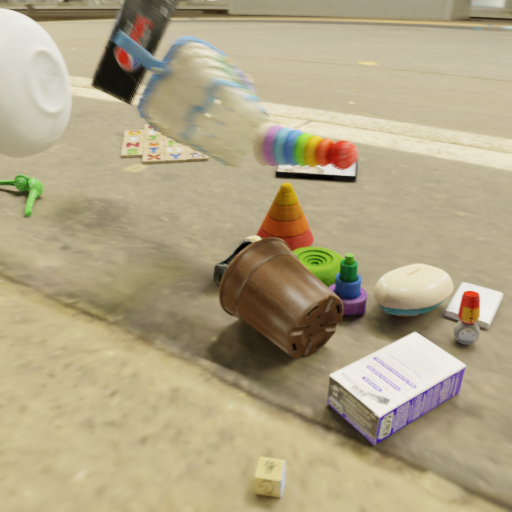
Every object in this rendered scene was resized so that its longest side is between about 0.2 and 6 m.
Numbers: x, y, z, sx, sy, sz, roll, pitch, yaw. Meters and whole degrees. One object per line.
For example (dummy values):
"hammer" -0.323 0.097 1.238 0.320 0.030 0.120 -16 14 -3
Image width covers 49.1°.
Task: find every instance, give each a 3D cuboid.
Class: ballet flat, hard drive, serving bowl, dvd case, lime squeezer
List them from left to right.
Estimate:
"lime squeezer" -5.382 -1.482 12.833 2.383 0.449 0.842 28 70 38
"serving bowl" -3.838 -2.901 9.437 0.801 2.436 2.436 -2 28 14
"ballet flat" -0.244 0.030 9.874 0.559 0.478 1.682 10 31 18
"dvd case" 1.574 -2.280 14.358 2.017 0.177 1.439 5 29 8
"hard drive" 3.467 0.773 8.895 0.652 0.132 0.988 17 33 28

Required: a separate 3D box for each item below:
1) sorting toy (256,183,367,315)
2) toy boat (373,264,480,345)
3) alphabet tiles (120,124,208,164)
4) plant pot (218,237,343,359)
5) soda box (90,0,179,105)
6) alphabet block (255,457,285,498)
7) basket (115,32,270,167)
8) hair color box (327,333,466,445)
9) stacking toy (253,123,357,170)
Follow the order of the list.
"sorting toy" 0.946 -0.312 9.782 1.198 1.190 3.456 -9 30 -17
"toy boat" 2.621 0.721 8.495 1.412 0.780 1.679 -16 25 -34
"alphabet tiles" -2.406 -3.361 16.368 2.926 0.111 3.516 -5 29 -7
"plant pot" 0.419 0.654 8.009 1.383 1.383 1.369 -22 43 -34
"soda box" -2.575 -4.850 12.152 1.025 2.898 0.918 23 17 -22
"alphabet block" 0.148 2.339 5.921 0.286 0.279 0.281 4 27 9
"basket" -1.083 -2.776 9.704 2.480 1.725 2.187 39 11 27
"hair color box" 1.755 1.609 7.011 1.569 0.509 0.858 -17 34 -31
"stacking toy" 0.739 -1.527 8.061 1.503 0.642 0.642 14 32 27
